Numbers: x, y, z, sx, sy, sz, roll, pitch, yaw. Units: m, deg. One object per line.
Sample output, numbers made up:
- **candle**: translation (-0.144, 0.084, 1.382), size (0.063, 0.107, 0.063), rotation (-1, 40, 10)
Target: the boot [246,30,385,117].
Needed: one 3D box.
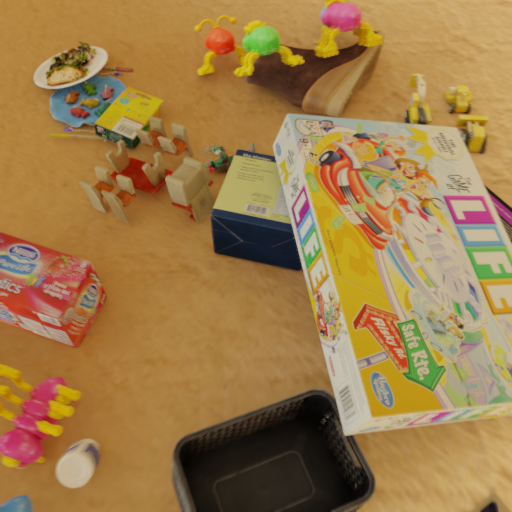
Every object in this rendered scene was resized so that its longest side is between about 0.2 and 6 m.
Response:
- **boot**: translation (1.319, -4.208, 11.888), size (2.224, 0.967, 2.673), rotation (27, 64, 15)

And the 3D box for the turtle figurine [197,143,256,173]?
- **turtle figurine**: translation (-0.578, -1.880, 10.640), size (1.122, 0.565, 0.840), rotation (-11, 17, -5)

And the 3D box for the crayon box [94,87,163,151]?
- **crayon box**: translation (-2.513, -2.766, 11.217), size (0.847, 0.339, 1.334), rotation (24, 55, 5)

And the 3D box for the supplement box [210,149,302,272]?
- **supplement box**: translation (0.202, -0.795, 9.559), size (1.568, 1.053, 1.566), rotation (13, 55, 8)

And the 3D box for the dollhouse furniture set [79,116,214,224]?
- **dollhouse furniture set**: translation (-1.795, -1.374, 10.214), size (1.973, 1.027, 1.994), rotation (22, 58, 27)

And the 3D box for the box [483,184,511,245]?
- **box**: translation (3.606, -0.422, 9.766), size (1.992, 0.360, 1.424), rotation (-30, 63, -19)

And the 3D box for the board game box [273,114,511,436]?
- **board game box**: translation (2.279, 0.006, 8.323), size (3.213, 0.818, 4.779), rotation (0, 59, -20)

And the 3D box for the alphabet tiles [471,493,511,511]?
- **alphabet tiles**: translation (3.425, 4.529, 6.674), size (2.429, 0.092, 2.920), rotation (-30, 61, -19)

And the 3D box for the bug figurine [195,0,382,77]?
- **bug figurine**: translation (0.719, -4.660, 11.600), size (4.014, 1.033, 3.112), rotation (-17, 27, -9)

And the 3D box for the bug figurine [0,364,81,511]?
- **bug figurine**: translation (-4.136, 2.588, 7.392), size (4.036, 1.038, 3.129), rotation (20, 57, 13)

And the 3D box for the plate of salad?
- **plate of salad**: translation (-4.022, -4.132, 12.037), size (1.657, 0.398, 1.657), rotation (-8, 48, 8)

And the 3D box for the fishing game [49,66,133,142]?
- **fishing game**: translation (-3.497, -3.322, 11.688), size (1.693, 0.368, 2.364), rotation (7, 55, 4)

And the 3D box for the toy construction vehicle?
- **toy construction vehicle**: translation (3.838, -2.947, 11.264), size (1.563, 0.632, 1.796), rotation (6, 57, 4)

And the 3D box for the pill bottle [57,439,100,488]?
- **pill bottle**: translation (-2.324, 2.714, 7.433), size (0.451, 0.753, 0.451), rotation (0, 90, -4)

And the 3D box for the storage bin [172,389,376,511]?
- **storage bin**: translation (0.162, 2.826, 7.072), size (2.224, 1.043, 1.504), rotation (-16, 58, -18)

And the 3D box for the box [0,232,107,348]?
- **box**: translation (-3.623, 0.462, 8.741), size (2.204, 1.099, 1.052), rotation (17, 58, 11)
